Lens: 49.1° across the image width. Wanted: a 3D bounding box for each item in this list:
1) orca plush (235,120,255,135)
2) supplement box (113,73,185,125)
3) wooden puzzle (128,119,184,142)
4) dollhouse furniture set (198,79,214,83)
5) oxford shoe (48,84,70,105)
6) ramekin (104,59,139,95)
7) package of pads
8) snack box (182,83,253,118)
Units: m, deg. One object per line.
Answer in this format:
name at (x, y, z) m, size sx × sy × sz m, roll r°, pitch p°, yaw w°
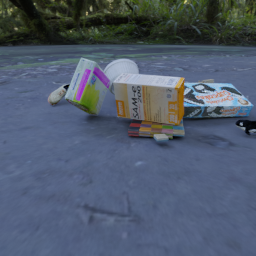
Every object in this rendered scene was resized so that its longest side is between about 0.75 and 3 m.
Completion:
orca plush at (3.622, -0.029, 8.007) m, size 0.997 × 0.354 × 0.524 m, roll 34°, pitch 53°, yaw 15°
supplement box at (0.653, -0.901, 8.571) m, size 2.026 × 1.276 × 0.745 m, roll 8°, pitch 36°, yaw 22°
wooden puzzle at (0.895, -0.064, 8.609) m, size 1.593 × 0.189 × 2.686 m, roll 4°, pitch 19°, yaw 8°
dollhouse furniture set at (2.995, -1.522, 11.346) m, size 1.303 × 0.725 × 1.153 m, roll -8°, pitch 12°, yaw -5°
oxford shoe at (-2.793, -1.434, 11.472) m, size 0.485 × 0.466 × 1.315 m, roll -29°, pitch 23°, yaw 43°
ramekin at (-0.212, -1.934, 11.182) m, size 1.478 × 1.478 × 0.776 m, roll -6°, pitch 55°, yaw -16°
package of pads at (-1.252, -1.247, 9.189) m, size 0.633 × 1.434 × 1.856 m, roll 19°, pitch -4°, yaw 14°
snack box at (2.784, -1.017, 9.892) m, size 2.703 × 0.501 × 1.570 m, roll -2°, pitch 39°, yaw -15°
